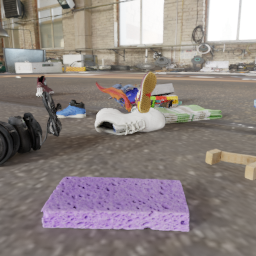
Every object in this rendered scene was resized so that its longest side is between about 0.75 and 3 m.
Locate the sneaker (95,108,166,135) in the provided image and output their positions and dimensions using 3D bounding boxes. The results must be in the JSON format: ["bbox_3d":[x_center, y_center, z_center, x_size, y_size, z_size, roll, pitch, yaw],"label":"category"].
[{"bbox_3d":[0.036,-0.092,7.952,2.075,0.773,0.904,-3,27,12],"label":"sneaker"}]

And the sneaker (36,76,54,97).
[{"bbox_3d":[-4.859,-2.508,16.457,0.757,1.156,2.002,-1,14,-3],"label":"sneaker"}]

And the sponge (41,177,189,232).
[{"bbox_3d":[-0.135,1.027,3.964,1.868,0.279,1.042,0,14,3],"label":"sponge"}]

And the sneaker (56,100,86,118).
[{"bbox_3d":[-2.146,-0.718,10.233,1.184,0.659,0.455,1,14,3],"label":"sneaker"}]

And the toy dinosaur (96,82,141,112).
[{"bbox_3d":[-0.302,-0.941,8.762,1.737,0.912,1.576,3,13,4],"label":"toy dinosaur"}]

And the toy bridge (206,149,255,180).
[{"bbox_3d":[2.406,0.743,5.136,0.651,0.263,1.935,-10,17,-35],"label":"toy bridge"}]

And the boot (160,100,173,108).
[{"bbox_3d":[1.534,-0.971,11.092,0.381,0.294,0.786,7,17,22],"label":"boot"}]

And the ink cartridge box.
[{"bbox_3d":[0.677,-1.512,12.762,2.978,0.552,1.410,-11,-6,-44],"label":"ink cartridge box"}]

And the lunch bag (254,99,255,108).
[{"bbox_3d":[5.977,-1.004,11.915,0.804,0.412,1.000,-8,16,-25],"label":"lunch bag"}]

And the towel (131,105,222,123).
[{"bbox_3d":[1.760,-0.629,10.389,2.764,0.424,2.062,-6,16,-23],"label":"towel"}]

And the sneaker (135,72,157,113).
[{"bbox_3d":[0.391,-0.884,6.979,0.391,1.043,0.470,16,-2,-26],"label":"sneaker"}]

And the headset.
[{"bbox_3d":[-2.515,0.024,5.946,2.713,1.275,1.676,-5,11,28],"label":"headset"}]

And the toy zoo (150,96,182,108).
[{"bbox_3d":[1.495,-1.059,11.653,1.466,0.150,0.962,-1,-19,1],"label":"toy zoo"}]
